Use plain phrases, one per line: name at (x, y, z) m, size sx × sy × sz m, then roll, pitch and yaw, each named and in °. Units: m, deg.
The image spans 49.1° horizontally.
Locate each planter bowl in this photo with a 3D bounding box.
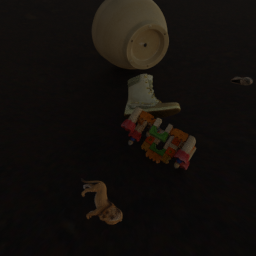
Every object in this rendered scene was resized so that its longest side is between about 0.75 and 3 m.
planter bowl at (0.283, -3.033, 9.428) m, size 2.592 × 2.592 × 1.744 m, roll -17°, pitch 45°, yaw -18°

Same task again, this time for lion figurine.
lion figurine at (-0.547, 1.442, 5.659) m, size 0.658 × 0.389 × 1.074 m, roll -20°, pitch 74°, yaw 4°

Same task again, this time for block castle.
block castle at (0.720, 0.334, 6.673) m, size 1.726 × 1.153 × 0.810 m, roll 30°, pitch 81°, yaw 19°

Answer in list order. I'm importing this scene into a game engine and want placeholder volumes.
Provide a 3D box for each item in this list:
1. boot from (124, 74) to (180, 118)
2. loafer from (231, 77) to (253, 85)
boot at (0.684, -0.934, 7.983) m, size 1.639 × 0.591 × 1.268 m, roll -4°, pitch 71°, yaw 26°
loafer at (3.684, -1.508, 9.107) m, size 0.240 × 0.275 × 0.765 m, roll -21°, pitch 21°, yaw -18°
